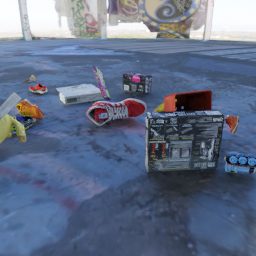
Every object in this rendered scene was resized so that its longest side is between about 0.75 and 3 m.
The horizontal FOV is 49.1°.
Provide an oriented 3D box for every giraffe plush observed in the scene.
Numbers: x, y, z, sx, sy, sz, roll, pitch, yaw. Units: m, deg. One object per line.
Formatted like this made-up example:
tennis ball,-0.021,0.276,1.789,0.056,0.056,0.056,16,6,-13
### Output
giraffe plush,-4.613,0.052,8.444,2.861,2.469,2.320,-37,15,-26

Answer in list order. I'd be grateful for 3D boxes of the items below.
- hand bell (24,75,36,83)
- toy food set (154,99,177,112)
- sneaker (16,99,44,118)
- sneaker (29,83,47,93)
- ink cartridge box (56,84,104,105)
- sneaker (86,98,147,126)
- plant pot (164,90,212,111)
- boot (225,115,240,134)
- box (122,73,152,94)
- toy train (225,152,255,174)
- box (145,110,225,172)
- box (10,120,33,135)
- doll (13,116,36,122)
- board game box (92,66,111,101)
hand bell,-6.411,-3.104,18.150,0.410,0.410,0.788,16,39,33
toy food set,1.861,-0.867,12.267,1.033,0.574,1.757,-18,15,42
sneaker,-4.260,-0.713,12.194,0.721,0.682,1.869,-42,39,-25
sneaker,-5.075,-2.303,15.893,1.219,0.517,0.469,10,25,23
ink cartridge box,-2.579,-1.823,14.847,2.087,0.454,1.811,-11,25,-25
sneaker,-0.521,-0.661,11.525,2.432,0.866,1.368,-1,18,17
plant pot,2.185,-0.684,10.907,1.571,1.572,1.386,-8,15,-19
boot,3.824,-0.148,10.392,0.529,0.370,0.987,19,39,14
box,0.521,-2.540,15.859,1.484,0.981,0.852,14,22,31
toy train,3.220,1.017,7.958,0.933,0.533,0.404,5,20,13
box,1.579,0.369,8.031,2.135,1.683,0.531,-3,23,-4
box,-4.388,-0.042,10.891,0.983,0.234,0.950,6,25,12
doll,-4.210,-0.380,11.456,0.860,0.208,0.587,4,16,-35
board game box,-1.309,-2.198,13.981,0.256,1.583,0.950,-20,-11,6
